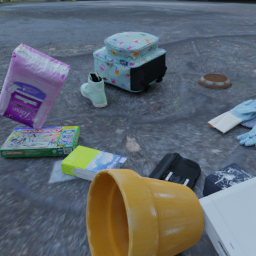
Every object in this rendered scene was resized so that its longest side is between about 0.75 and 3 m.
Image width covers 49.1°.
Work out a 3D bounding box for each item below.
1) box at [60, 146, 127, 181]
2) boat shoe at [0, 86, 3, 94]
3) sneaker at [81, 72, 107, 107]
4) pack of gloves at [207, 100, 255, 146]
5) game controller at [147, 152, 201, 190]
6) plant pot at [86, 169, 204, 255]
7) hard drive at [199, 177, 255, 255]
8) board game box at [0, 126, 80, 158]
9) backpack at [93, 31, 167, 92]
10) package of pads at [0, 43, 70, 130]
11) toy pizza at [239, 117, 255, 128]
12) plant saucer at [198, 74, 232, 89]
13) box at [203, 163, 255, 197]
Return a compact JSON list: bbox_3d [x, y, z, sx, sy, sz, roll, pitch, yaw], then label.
[{"bbox_3d":[-0.850,0.940,7.161,1.468,0.350,0.895,12,32,19],"label":"box"},{"bbox_3d":[-4.635,-1.179,10.495,2.231,0.690,0.835,-21,36,-31],"label":"boat shoe"},{"bbox_3d":[-1.350,-1.705,10.929,0.733,1.175,1.992,-16,32,-23],"label":"sneaker"},{"bbox_3d":[4.009,-0.117,8.961,2.170,0.428,1.823,-28,39,-15],"label":"pack of gloves"},{"bbox_3d":[1.041,1.257,6.694,1.026,0.414,1.967,29,39,17],"label":"game controller"},{"bbox_3d":[0.332,1.588,4.888,1.626,1.776,1.776,2,26,-28],"label":"plant pot"},{"bbox_3d":[2.757,1.739,5.147,2.684,0.353,1.770,-14,58,-22],"label":"hard drive"},{"bbox_3d":[-2.472,0.371,8.132,1.976,0.288,1.330,-2,27,-1],"label":"board game box"},{"bbox_3d":[-0.070,-2.931,12.119,2.876,2.204,2.528,14,39,35],"label":"backpack"},{"bbox_3d":[-2.671,-1.061,7.720,1.395,2.315,0.876,25,44,-18],"label":"package of pads"},{"bbox_3d":[4.068,-0.201,9.365,0.835,0.132,0.835,-1,31,1],"label":"toy pizza"},{"bbox_3d":[3.923,-2.146,12.608,1.500,0.274,1.500,0,31,0],"label":"plant saucer"},{"bbox_3d":[2.399,1.394,6.168,0.974,0.557,1.070,-19,35,-28],"label":"box"}]
